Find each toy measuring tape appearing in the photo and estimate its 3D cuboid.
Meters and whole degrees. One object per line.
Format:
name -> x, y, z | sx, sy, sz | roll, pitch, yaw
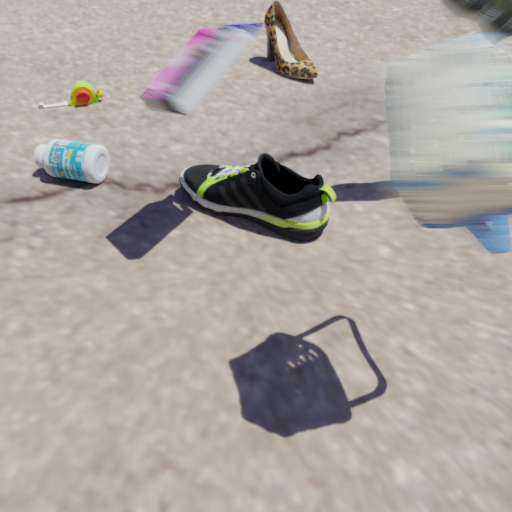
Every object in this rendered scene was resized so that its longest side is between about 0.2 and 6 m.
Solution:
toy measuring tape -> -4.038, -3.511, 12.171 | 1.401, 0.515, 0.515 | -9, 41, -10

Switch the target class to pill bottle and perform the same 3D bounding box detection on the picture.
pill bottle -> -3.262, -1.681, 9.871 | 1.209, 0.670, 0.670 | 9, 41, 13

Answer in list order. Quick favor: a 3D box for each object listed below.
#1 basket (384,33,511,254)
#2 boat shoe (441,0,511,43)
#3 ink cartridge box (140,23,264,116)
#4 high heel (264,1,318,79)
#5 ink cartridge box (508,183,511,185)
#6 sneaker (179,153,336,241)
basket -> 1.806, -0.880, 4.708 | 1.199, 1.724, 1.520 | -10, 74, 32
boat shoe -> 3.056, -3.479, 7.612 | 1.569, 0.473, 0.593 | 12, 71, -32
ink cartridge box -> -0.694, -2.519, 7.227 | 0.807, 0.316, 1.704 | 21, 66, 45
high heel -> 0.826, -5.097, 13.284 | 0.727, 1.451, 2.036 | -23, 45, -25
ink cartridge box -> 4.893, -1.371, 9.852 | 1.025, 0.222, 1.006 | 8, 41, 12
sneaker -> 0.010, -1.213, 8.935 | 2.768, 1.146, 0.993 | 19, 44, 21
